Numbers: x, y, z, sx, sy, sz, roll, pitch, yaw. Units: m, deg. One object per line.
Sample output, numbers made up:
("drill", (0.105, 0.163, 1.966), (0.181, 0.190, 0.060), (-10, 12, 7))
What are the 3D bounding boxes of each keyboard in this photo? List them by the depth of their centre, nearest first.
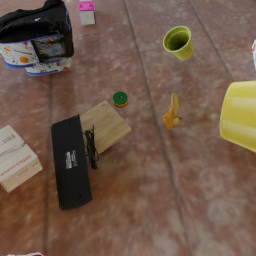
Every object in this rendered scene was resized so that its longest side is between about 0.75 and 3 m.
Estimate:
("keyboard", (-1.301, 0.847, 7.381), (1.263, 0.481, 2.427), (-18, 67, 12))

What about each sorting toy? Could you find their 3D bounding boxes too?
("sorting toy", (-0.857, 0.109, 8.086), (2.714, 0.459, 1.309), (-35, 63, -15))

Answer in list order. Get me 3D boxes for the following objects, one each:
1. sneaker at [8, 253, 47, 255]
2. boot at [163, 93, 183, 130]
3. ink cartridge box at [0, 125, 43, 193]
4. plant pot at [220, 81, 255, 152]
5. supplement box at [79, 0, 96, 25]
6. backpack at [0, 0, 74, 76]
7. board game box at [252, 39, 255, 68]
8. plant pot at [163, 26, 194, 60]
("sneaker", (-2.666, 2.694, 5.410), (2.792, 0.994, 1.570), (44, 57, -5))
("boot", (1.270, -0.477, 8.319), (0.342, 0.696, 0.972), (-2, 75, -31))
("ink cartridge box", (-3.194, 0.798, 7.504), (1.083, 0.631, 1.498), (-37, 60, -25))
("plant pot", (3.802, -0.259, 7.352), (2.347, 2.495, 2.495), (13, 51, 29))
("supplement box", (-1.762, -5.096, 12.103), (0.645, 0.631, 1.248), (-6, 52, -3))
("backpack", (-3.181, -3.063, 9.637), (2.550, 2.062, 2.677), (-8, 42, -8))
("board game box", (5.754, -2.269, 10.006), (2.235, 0.461, 2.240), (7, 52, 5))
("plant pot", (1.920, -2.945, 10.059), (1.018, 0.936, 1.018), (-12, 66, 29))
